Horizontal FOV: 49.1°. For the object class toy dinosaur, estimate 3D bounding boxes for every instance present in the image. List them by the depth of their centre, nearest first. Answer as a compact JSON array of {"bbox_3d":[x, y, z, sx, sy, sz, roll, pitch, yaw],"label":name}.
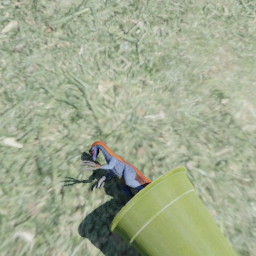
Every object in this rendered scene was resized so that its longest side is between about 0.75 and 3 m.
[{"bbox_3d":[-0.228,1.168,7.614,2.215,1.163,2.010,-10,61,-21],"label":"toy dinosaur"}]

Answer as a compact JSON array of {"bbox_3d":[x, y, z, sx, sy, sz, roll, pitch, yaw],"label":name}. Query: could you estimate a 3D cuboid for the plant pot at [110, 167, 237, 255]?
[{"bbox_3d":[1.139,2.394,6.128,2.274,2.274,2.160,-33,62,-18],"label":"plant pot"}]
